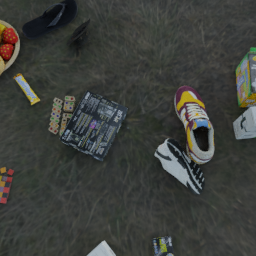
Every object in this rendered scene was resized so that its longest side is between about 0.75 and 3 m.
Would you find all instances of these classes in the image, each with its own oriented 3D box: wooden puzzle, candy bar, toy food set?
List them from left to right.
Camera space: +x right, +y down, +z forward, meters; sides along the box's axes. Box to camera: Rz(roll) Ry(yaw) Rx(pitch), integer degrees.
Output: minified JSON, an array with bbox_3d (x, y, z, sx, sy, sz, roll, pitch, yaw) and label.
[{"bbox_3d":[-5.706,-3.204,11.027,2.753,0.677,2.782,29,76,9],"label":"toy food set"},{"bbox_3d":[-4.543,2.086,9.689,0.896,0.106,1.510,7,73,2],"label":"wooden puzzle"},{"bbox_3d":[-3.909,-1.502,10.777,0.367,0.163,1.470,-35,77,-10],"label":"candy bar"}]

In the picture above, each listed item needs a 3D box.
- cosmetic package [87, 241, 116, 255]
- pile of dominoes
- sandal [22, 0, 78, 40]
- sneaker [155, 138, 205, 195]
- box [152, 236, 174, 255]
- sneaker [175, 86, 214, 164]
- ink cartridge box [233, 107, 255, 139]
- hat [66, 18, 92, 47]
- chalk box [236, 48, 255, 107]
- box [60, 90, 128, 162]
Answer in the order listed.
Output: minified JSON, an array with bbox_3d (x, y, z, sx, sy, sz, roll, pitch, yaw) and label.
[{"bbox_3d":[-1.186,4.587,8.564,1.972,0.800,1.113,-38,76,-10],"label":"cosmetic package"},{"bbox_3d":[-2.317,-0.446,10.405,1.176,0.240,1.509,6,73,1],"label":"pile of dominoes"},{"bbox_3d":[-3.141,-4.512,11.498,2.565,0.549,0.975,-38,77,-11],"label":"sandal"},{"bbox_3d":[1.795,1.382,9.658,2.184,0.874,0.805,54,43,1],"label":"sneaker"},{"bbox_3d":[1.144,3.961,9.074,0.629,0.174,0.786,-8,73,-2],"label":"box"},{"bbox_3d":[2.409,-0.286,9.774,1.114,1.340,2.974,-11,73,-4],"label":"sneaker"},{"bbox_3d":[4.496,-0.184,9.592,1.194,1.628,0.676,-5,73,-1],"label":"ink cartridge box"},{"bbox_3d":[-1.792,-3.643,11.138,0.577,1.430,1.430,41,73,-28],"label":"hat"},{"bbox_3d":[4.847,-1.942,10.321,1.319,1.313,2.121,3,72,3],"label":"chalk box"},{"bbox_3d":[-1.206,-0.106,10.138,1.695,0.461,2.116,24,74,5],"label":"box"}]
